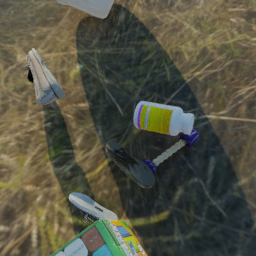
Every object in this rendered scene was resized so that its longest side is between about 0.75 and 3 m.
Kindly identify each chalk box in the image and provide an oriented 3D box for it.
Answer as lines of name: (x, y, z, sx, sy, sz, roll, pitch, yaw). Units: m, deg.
chalk box: (-0.451, 2.410, 4.419, 1.389, 2.225, 1.379, -37, 69, -1)

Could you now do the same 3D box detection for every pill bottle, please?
pill bottle: (0.818, -0.199, 6.376, 1.271, 0.663, 0.663, 12, 63, 22)

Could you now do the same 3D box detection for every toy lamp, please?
toy lamp: (1.048, 0.524, 6.551, 1.481, 0.431, 0.431, -35, 68, -13)

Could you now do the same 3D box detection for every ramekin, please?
ramekin: (-0.712, -4.562, 7.683, 1.457, 2.988, 2.988, 23, 63, -13)

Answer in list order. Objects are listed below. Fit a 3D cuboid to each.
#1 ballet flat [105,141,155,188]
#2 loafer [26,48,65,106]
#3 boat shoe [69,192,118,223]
ballet flat: (0.007, 0.828, 6.114, 0.496, 0.341, 1.472, -21, 48, -42)
loafer: (-2.206, -1.283, 6.841, 0.647, 0.740, 2.059, -33, 50, -7)
boat shoe: (-0.779, 1.778, 5.906, 1.133, 0.418, 0.387, 28, 108, 1)
